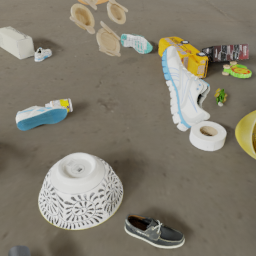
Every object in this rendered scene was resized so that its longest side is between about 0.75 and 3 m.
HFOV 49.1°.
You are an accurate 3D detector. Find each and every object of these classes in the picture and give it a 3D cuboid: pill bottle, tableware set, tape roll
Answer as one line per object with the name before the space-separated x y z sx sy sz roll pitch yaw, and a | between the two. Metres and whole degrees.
pill bottle | -2.354 -0.718 9.552 0.845 0.462 0.462 -11 38 -14
tableware set | -0.506 -1.976 4.905 0.162 1.167 1.397 -21 55 42
tape roll | 2.378 0.226 8.364 1.033 0.361 1.033 0 36 0

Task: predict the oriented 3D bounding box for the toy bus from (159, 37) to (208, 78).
toy bus | 2.414 -3.169 12.463 1.122 0.933 2.865 -10 38 -13

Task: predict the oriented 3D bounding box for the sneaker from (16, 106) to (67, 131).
sneaker | -2.794 -0.461 9.069 1.618 0.619 0.653 -14 45 -19

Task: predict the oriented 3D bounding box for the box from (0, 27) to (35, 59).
box | -5.624 -4.275 13.959 0.807 0.970 2.360 -29 47 -34

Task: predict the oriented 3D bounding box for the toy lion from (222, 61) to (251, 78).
toy lion | 4.673 -2.424 11.841 1.120 0.401 1.168 24 38 31

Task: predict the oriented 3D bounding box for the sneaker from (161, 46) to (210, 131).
sneaker | 1.339 -0.974 6.218 0.862 1.989 0.746 -20 -15 30

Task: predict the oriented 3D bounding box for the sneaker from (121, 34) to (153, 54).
sneaker | 0.611 -4.434 14.345 0.967 0.822 2.120 -24 44 -34

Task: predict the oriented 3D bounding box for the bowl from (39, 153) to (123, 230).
bowl | -1.125 1.213 6.542 2.033 0.954 2.033 1 36 0

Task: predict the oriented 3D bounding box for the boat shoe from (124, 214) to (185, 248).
boat shoe | 0.539 2.109 5.780 1.277 0.432 0.458 13 37 15

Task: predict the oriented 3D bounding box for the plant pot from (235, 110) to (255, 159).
plant pot | 3.641 0.151 7.730 1.557 1.557 1.106 -13 9 -16

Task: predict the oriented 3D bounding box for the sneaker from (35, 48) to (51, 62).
sneaker | -4.078 -3.637 13.462 0.452 0.522 1.205 8 36 13

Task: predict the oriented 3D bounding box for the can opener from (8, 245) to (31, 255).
can opener | -1.458 3.036 4.547 0.796 0.635 2.380 16 23 -38

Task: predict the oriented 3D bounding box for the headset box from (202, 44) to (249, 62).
headset box | 4.398 -3.335 12.528 1.759 0.679 1.309 -4 11 -7

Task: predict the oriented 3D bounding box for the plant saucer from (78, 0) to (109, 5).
plant saucer | -0.864 -4.504 8.573 1.763 0.330 1.763 -8 60 14

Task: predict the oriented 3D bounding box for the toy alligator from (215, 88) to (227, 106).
toy alligator | 3.316 -1.068 10.168 0.404 0.293 1.219 39 42 -3
